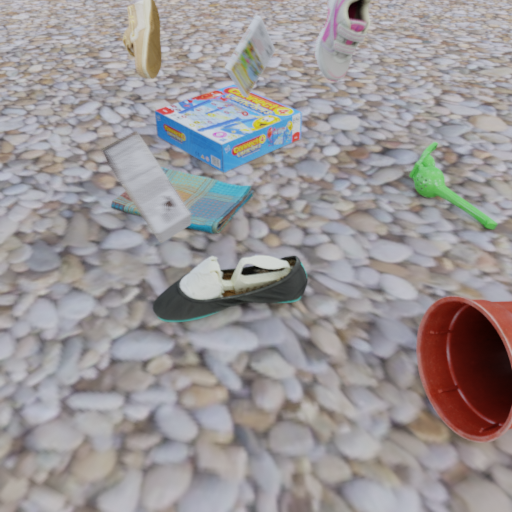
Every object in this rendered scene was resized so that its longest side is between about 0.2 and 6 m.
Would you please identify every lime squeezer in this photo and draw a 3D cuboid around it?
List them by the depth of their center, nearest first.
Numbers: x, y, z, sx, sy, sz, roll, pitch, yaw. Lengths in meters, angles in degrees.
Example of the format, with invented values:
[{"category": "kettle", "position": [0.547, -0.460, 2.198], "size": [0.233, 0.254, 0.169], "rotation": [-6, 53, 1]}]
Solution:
[{"category": "lime squeezer", "position": [3.900, -1.789, 12.010], "size": [1.247, 0.666, 3.532], "rotation": [-2, 37, -3]}]

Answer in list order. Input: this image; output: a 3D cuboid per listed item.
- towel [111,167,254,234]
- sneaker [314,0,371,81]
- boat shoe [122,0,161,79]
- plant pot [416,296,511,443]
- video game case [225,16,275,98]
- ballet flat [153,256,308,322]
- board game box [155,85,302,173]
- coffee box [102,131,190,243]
[{"category": "towel", "position": [-1.499, -1.212, 11.556], "size": [2.436, 0.264, 1.787], "rotation": [15, 39, 19]}, {"category": "sneaker", "position": [1.616, -4.094, 10.262], "size": [0.734, 1.803, 0.795], "rotation": [-6, 31, -23]}, {"category": "boat shoe", "position": [-1.900, -3.522, 9.184], "size": [0.562, 0.599, 1.624], "rotation": [-8, 61, 9]}, {"category": "plant pot", "position": [3.332, 1.315, 7.198], "size": [1.744, 1.793, 1.793], "rotation": [-5, 37, -20]}, {"category": "video game case", "position": [-0.108, -4.231, 12.011], "size": [0.159, 1.265, 1.390], "rotation": [31, 1, 16]}, {"category": "ballet flat", "position": [-0.417, 0.392, 8.950], "size": [2.534, 0.867, 0.862], "rotation": [-10, 39, -12]}, {"category": "board game box", "position": [-0.682, -3.227, 13.790], "size": [2.561, 0.731, 2.615], "rotation": [-30, 47, -33]}, {"category": "coffee box", "position": [-1.460, -0.909, 7.573], "size": [0.532, 0.754, 1.334], "rotation": [-33, 86, -10]}]
